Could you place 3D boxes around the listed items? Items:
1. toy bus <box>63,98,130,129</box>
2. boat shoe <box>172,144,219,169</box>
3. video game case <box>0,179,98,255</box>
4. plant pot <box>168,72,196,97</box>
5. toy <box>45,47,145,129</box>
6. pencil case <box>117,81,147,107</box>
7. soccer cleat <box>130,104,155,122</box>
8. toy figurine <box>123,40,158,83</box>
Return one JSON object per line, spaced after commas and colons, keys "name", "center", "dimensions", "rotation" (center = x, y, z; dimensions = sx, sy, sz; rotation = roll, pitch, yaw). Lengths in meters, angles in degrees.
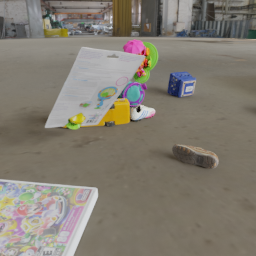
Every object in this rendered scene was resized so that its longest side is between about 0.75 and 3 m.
{"name": "toy bus", "center": [-1.118, -0.529, 9.556], "dimensions": [2.336, 0.760, 0.914], "rotation": [-4, 23, -9]}
{"name": "boat shoe", "center": [1.706, 0.689, 7.091], "dimensions": [1.186, 0.449, 0.426], "rotation": [21, 25, 23]}
{"name": "video game case", "center": [-2.116, 1.595, 5.054], "dimensions": [2.751, 0.248, 1.970], "rotation": [3, 23, 8]}
{"name": "plant pot", "center": [2.503, -1.950, 12.807], "dimensions": [1.005, 1.005, 0.904], "rotation": [-11, 32, -26]}
{"name": "toy", "center": [-0.942, -0.961, 6.619], "dimensions": [1.535, 2.666, 0.629], "rotation": [-4, 55, -36]}
{"name": "pencil case", "center": [-0.321, -1.710, 12.026], "dimensions": [1.164, 1.072, 2.519], "rotation": [-35, 34, -15]}
{"name": "soccer cleat", "center": [0.570, -0.618, 10.064], "dimensions": [0.445, 0.551, 1.275], "rotation": [18, 28, 37]}
{"name": "toy figurine", "center": [0.200, -1.667, 6.701], "dimensions": [0.790, 1.053, 0.969], "rotation": [8, 2, 21]}
